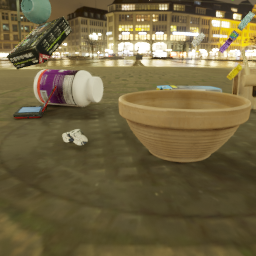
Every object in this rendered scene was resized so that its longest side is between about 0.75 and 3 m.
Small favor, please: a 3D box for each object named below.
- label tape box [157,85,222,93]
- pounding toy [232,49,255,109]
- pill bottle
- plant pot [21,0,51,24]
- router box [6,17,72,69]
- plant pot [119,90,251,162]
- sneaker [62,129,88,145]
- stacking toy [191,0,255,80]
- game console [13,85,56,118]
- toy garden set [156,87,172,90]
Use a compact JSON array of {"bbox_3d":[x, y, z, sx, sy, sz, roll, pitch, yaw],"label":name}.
[{"bbox_3d":[2.360,-1.295,11.262,2.334,0.772,1.672,0,12,2],"label":"label tape box"},{"bbox_3d":[4.848,-1.863,10.794,1.165,2.238,2.547,3,15,12],"label":"pounding toy"},{"bbox_3d":[-2.398,-1.632,11.442,2.601,1.463,1.463,6,16,19],"label":"pill bottle"},{"bbox_3d":[-3.308,-4.205,9.766,1.013,1.013,0.682,5,11,17],"label":"plant pot"},{"bbox_3d":[-2.510,-2.430,8.018,1.217,0.505,1.624,-2,46,32],"label":"router box"},{"bbox_3d":[1.145,-0.063,6.056,2.693,1.243,2.693,0,14,0],"label":"plant pot"},{"bbox_3d":[-1.191,0.191,6.907,0.753,0.301,0.490,-1,20,36],"label":"sneaker"},{"bbox_3d":[3.206,-2.794,8.270,1.706,2.263,0.532,42,33,6],"label":"stacking toy"},{"bbox_3d":[-3.289,-0.982,10.021,1.398,0.963,1.623,-2,15,-10],"label":"game console"},{"bbox_3d":[2.012,-0.922,9.659,2.244,0.448,1.870,-1,34,-2],"label":"toy garden set"}]
